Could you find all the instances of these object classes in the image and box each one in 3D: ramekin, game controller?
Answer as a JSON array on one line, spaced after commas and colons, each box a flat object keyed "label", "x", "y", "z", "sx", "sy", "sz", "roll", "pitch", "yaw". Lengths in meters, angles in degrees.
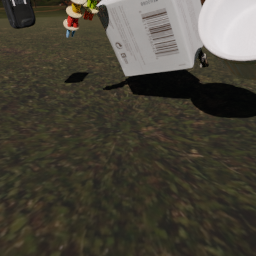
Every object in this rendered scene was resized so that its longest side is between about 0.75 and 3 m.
[{"label": "ramekin", "x": 3.079, "y": -2.382, "z": 6.420, "sx": 2.627, "sy": 2.627, "sz": 1.281, "roll": 24, "pitch": -5, "yaw": 40}, {"label": "game controller", "x": -3.360, "y": -3.837, "z": 8.423, "sx": 0.826, "sy": 1.583, "sz": 0.333, "roll": -12, "pitch": 26, "yaw": -4}]

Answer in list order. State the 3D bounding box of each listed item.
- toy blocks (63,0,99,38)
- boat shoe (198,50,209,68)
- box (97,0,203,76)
[{"label": "toy blocks", "x": -1.295, "y": -3.145, "z": 7.822, "sx": 0.457, "sy": 1.258, "sz": 1.048, "roll": 47, "pitch": 52, "yaw": 11}, {"label": "boat shoe", "x": 2.758, "y": -2.571, "z": 10.304, "sx": 0.296, "sy": 0.981, "sz": 0.363, "roll": 3, "pitch": 60, "yaw": 28}, {"label": "box", "x": 0.872, "y": -3.404, "z": 8.981, "sx": 2.580, "sy": 2.567, "sz": 2.210, "roll": 0, "pitch": 43, "yaw": 34}]
